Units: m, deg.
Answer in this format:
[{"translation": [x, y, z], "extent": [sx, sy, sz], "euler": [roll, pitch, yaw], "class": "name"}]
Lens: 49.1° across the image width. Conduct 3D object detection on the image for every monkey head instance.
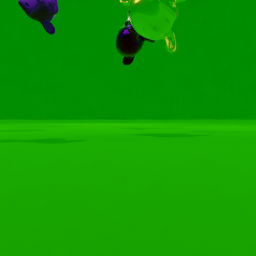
[{"translation": [-2.655, -3.452, 7.931], "extent": [1.041, 1.728, 1.243], "euler": [-16, 28, 48], "class": "monkey head"}, {"translation": [0.627, -2.432, 5.834], "extent": [1.198, 1.665, 1.004], "euler": [-36, -11, -35], "class": "monkey head"}, {"translation": [0.252, -2.801, 9.068], "extent": [1.281, 1.073, 1.781], "euler": [12, -24, -1], "class": "monkey head"}]
